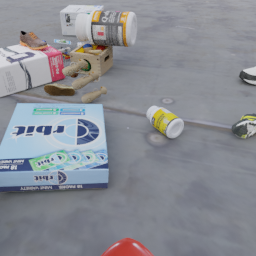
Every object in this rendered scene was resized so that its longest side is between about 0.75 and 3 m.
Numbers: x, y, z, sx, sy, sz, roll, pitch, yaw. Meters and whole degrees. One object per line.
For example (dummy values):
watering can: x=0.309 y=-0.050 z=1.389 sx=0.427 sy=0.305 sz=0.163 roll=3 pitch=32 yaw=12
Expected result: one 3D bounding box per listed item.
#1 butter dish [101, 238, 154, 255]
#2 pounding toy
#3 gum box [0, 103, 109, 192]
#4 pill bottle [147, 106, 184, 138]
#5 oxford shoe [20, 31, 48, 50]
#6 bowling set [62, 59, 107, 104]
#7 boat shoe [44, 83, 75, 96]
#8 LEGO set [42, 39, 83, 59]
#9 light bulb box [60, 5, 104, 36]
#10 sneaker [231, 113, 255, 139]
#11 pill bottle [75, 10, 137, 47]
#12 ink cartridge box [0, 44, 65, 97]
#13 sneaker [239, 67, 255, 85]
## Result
butter dish: x=0.354 y=3.052 z=2.322 sx=2.962 sy=2.195 sz=2.970 roll=-52 pitch=46 yaw=5
pounding toy: x=-1.467 y=-2.979 z=11.691 sx=1.616 sy=1.248 sz=1.755 roll=11 pitch=36 yaw=16
gum box: x=-1.831 y=0.334 z=7.230 sx=2.496 sy=0.655 sz=2.938 roll=0 pitch=35 yaw=-8
pill bottle: x=1.052 y=-0.217 z=8.216 sx=0.631 sy=0.631 sz=1.126 roll=-20 pitch=38 yaw=-27
oxford shoe: x=-3.727 y=-3.430 z=10.920 sx=1.517 sy=0.553 sz=0.541 roll=21 pitch=38 yaw=27
bowling set: x=-1.508 y=-1.818 z=9.366 sx=0.947 sy=1.764 sz=1.228 roll=-27 pitch=52 yaw=1
boat shoe: x=-2.473 y=-1.393 z=10.182 sx=1.115 sy=0.409 sz=0.349 roll=9 pitch=30 yaw=-5
LEGO set: x=-2.918 y=-3.723 z=13.625 sx=2.681 sy=0.658 sz=2.003 roll=3 pitch=32 yaw=-16
light bulb box: x=-2.632 y=-6.383 z=16.556 sx=2.147 sy=1.340 sz=2.128 roll=4 pitch=34 yaw=4
sneaker: x=3.486 y=-0.090 z=8.219 sx=1.432 sy=0.533 sz=0.606 roll=-9 pitch=29 yaw=-29
pill bottle: x=-0.862 y=-4.025 z=11.336 sx=2.300 sy=1.338 sz=1.338 roll=7 pitch=35 yaw=11
ink cartridge box: x=-4.173 y=-2.397 z=10.925 sx=2.724 sy=1.149 sz=1.972 roll=-24 pitch=41 yaw=-31
sneaker: x=5.586 y=-2.345 z=10.989 sx=2.591 sy=1.036 sz=0.955 roll=-9 pitch=37 yaw=-11
